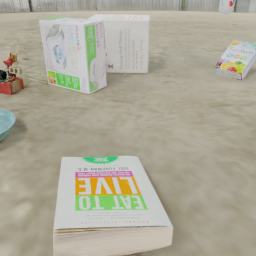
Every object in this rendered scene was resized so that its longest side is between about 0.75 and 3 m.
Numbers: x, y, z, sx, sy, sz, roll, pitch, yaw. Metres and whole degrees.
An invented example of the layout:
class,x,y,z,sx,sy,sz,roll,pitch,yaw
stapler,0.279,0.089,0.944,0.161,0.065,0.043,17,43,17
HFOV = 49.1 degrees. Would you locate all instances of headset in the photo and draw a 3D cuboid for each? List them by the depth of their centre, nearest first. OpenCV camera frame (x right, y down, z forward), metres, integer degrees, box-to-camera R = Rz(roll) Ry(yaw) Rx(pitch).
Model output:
class,x,y,z,sx,sy,sz,roll,pitch,yaw
headset,-5.243,-2.373,12.047,0.813,0.619,1.317,-4,39,-9

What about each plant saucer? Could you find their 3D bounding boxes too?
class,x,y,z,sx,sy,sz,roll,pitch,yaw
plant saucer,-4.406,0.103,7.433,2.730,0.374,2.730,0,25,0

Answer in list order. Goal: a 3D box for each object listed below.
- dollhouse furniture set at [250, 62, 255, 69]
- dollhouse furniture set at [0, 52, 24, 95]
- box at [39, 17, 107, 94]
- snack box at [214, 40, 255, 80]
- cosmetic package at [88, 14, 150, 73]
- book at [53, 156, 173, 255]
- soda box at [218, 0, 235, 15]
class,x,y,z,sx,sy,sz,roll,pitch,yaw
dollhouse furniture set,5.595,-3.117,13.159,0.709,0.772,0.502,27,70,41
dollhouse furniture set,-4.475,-2.072,10.561,0.601,1.477,0.795,12,28,14
box,-2.052,-2.864,10.896,2.248,2.548,1.232,18,33,29
snack box,4.931,-3.089,12.591,1.350,0.503,1.899,26,69,39
cosmetic package,-0.401,-4.072,13.408,2.823,2.363,2.348,2,28,5
book,-0.381,1.187,4.960,1.667,0.600,2.495,-1,17,-11
soda box,3.144,-4.157,8.760,0.369,1.084,0.345,-31,49,-23
